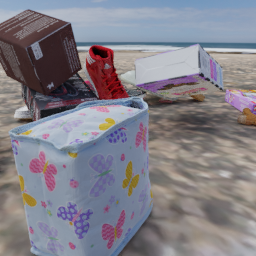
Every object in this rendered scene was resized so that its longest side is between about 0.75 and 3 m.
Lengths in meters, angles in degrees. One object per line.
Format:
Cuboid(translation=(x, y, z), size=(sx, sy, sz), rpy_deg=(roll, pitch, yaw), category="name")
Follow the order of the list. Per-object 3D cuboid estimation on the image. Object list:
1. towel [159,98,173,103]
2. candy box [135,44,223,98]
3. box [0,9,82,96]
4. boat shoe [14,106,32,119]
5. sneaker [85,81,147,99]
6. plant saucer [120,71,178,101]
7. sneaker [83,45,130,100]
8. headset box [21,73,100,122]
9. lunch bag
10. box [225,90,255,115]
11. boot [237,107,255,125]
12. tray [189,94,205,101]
Cuboid(translation=(1.801, -1.305, 12.994), size=(0.606, 0.096, 0.842), rpy_deg=(3, 17, 16), category="towel")
Cuboid(translation=(1.807, -1.762, 9.447), size=(2.152, 0.918, 2.565), rpy_deg=(-6, -7, 33), category="candy box")
Cuboid(translation=(-2.840, -2.380, 8.670), size=(2.027, 1.681, 1.664), rpy_deg=(26, 54, 27), category="box")
Cuboid(translation=(-3.383, -0.947, 10.708), size=(0.870, 0.851, 2.456), rpy_deg=(7, 20, 21), category="boat shoe")
Cuboid(translation=(-0.527, -1.515, 11.823), size=(2.837, 1.059, 1.144), rpy_deg=(-6, 8, -21), category="sneaker")
Cuboid(translation=(1.110, -2.167, 13.100), size=(2.901, 0.728, 2.901), rpy_deg=(20, 17, -6), category="plant saucer")
Cuboid(translation=(-0.618, -1.440, 8.900), size=(1.043, 2.662, 1.538), rpy_deg=(-34, -10, -17), category="sneaker")
Cuboid(translation=(-2.266, -0.905, 9.406), size=(2.008, 1.013, 2.701), rpy_deg=(-11, 41, -30), category="headset box")
Cuboid(translation=(-0.422, 0.652, 4.298), size=(1.447, 1.930, 2.276), rpy_deg=(10, 23, 32), category="lunch bag")
Cuboid(translation=(5.431, -1.052, 11.465), size=(1.945, 0.556, 2.843), rpy_deg=(0, 19, -1), category="box")
Cuboid(translation=(4.377, -0.365, 9.749), size=(0.842, 0.401, 1.089), rpy_deg=(12, 34, 33), category="boot")
Cuboid(translation=(2.744, -1.703, 12.791), size=(1.516, 0.281, 0.748), rpy_deg=(24, 6, -30), category="tray")
